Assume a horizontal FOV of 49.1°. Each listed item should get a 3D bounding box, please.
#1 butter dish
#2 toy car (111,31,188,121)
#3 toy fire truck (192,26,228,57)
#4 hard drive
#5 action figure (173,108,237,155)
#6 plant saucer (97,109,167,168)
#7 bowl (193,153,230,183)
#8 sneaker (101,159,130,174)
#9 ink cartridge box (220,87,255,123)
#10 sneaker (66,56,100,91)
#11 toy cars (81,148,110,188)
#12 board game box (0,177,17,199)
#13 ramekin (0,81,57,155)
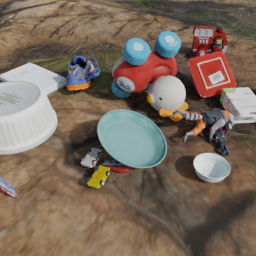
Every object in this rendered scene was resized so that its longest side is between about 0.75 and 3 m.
[{"bbox_3d":[3.290,-2.069,11.634,1.707,1.262,1.702,-17,82,-13],"label":"butter dish"},{"bbox_3d":[1.030,-1.477,10.383,2.561,2.668,2.895,-19,71,-22],"label":"toy car"},{"bbox_3d":[4.148,-4.339,14.147,1.827,1.534,1.024,2,39,3],"label":"toy fire truck"},{"bbox_3d":[-4.150,-2.119,12.322,2.564,0.325,1.691,26,45,29],"label":"hard drive"},{"bbox_3d":[2.677,-0.071,9.185,1.957,1.058,2.023,-9,42,-9],"label":"action figure"},{"bbox_3d":[0.095,0.377,8.554,2.247,0.404,2.247,15,44,-15],"label":"plant saucer"},{"bbox_3d":[2.362,1.215,8.025,1.017,0.457,1.017,0,39,0],"label":"bowl"},{"bbox_3d":[-0.346,1.076,8.302,0.856,0.339,0.409,7,37,8],"label":"sneaker"},{"bbox_3d":[4.267,-0.752,10.356,1.098,0.631,1.874,-3,39,-3],"label":"ink cartridge box"},{"bbox_3d":[-1.908,-2.615,12.108,1.101,1.146,2.922,-2,30,6],"label":"sneaker"},{"bbox_3d":[-0.949,1.196,8.156,0.734,0.362,1.637,-12,37,-15],"label":"toy cars"},{"bbox_3d":[-3.335,1.426,7.301,0.105,1.075,0.553,-40,48,-10],"label":"board game box"},{"bbox_3d":[-3.925,-0.502,9.485,2.827,1.316,2.827,-1,39,0],"label":"ramekin"}]
